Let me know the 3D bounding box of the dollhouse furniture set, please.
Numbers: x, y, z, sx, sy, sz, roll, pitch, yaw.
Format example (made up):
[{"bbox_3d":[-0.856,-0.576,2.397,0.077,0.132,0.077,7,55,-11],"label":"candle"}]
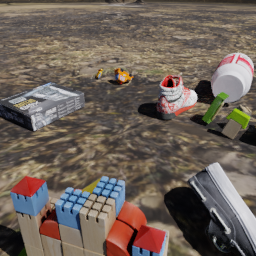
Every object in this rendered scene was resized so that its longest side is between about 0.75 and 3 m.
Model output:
[{"bbox_3d":[3.650,-0.003,8.596,2.578,0.995,1.289,35,34,18],"label":"dollhouse furniture set"}]

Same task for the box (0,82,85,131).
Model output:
[{"bbox_3d":[-3.001,-0.849,9.859,1.850,0.584,2.345,21,35,31],"label":"box"}]

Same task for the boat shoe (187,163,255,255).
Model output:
[{"bbox_3d":[1.816,1.780,4.930,0.876,0.927,2.584,-31,46,8],"label":"boat shoe"}]

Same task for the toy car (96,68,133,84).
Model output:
[{"bbox_3d":[-0.653,-2.257,12.726,1.794,0.880,0.597,6,70,44],"label":"toy car"}]

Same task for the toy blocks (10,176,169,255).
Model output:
[{"bbox_3d":[-0.499,1.584,4.186,2.832,1.936,1.415,10,31,17],"label":"toy blocks"}]

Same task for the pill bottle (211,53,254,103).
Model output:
[{"bbox_3d":[4.081,-1.953,10.971,1.438,1.438,2.562,13,32,22],"label":"pill bottle"}]

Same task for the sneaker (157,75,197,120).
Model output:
[{"bbox_3d":[1.853,-1.296,9.931,0.812,1.304,2.433,21,36,32],"label":"sneaker"}]
